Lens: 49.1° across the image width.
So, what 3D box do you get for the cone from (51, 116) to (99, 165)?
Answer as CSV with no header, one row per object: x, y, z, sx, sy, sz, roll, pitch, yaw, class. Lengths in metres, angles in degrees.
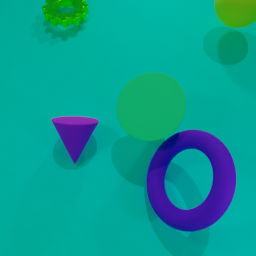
-1.249,0.346,6.612,1.089,1.089,1.093,4,101,2,cone

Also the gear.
-1.945,-3.692,8.749,1.397,0.258,1.397,0,58,-1,gear

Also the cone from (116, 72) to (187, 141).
0.692,-0.328,6.632,1.518,1.523,1.518,-4,78,17,cone

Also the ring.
1.220,1.043,5.821,0.419,2.097,2.097,22,58,-40,ring

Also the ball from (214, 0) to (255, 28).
3.129,-3.511,7.803,1.376,1.376,1.376,0,64,0,ball
